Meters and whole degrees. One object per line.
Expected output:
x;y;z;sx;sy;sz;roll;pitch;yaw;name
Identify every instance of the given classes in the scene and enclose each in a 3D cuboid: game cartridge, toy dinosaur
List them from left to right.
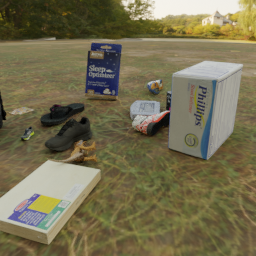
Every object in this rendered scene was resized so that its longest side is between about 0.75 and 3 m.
-1.609;0.887;8.978;1.137;0.646;2.140;-9;9;7;toy dinosaur
0.815;-0.831;13.254;1.400;0.437;2.102;-1;22;8;game cartridge

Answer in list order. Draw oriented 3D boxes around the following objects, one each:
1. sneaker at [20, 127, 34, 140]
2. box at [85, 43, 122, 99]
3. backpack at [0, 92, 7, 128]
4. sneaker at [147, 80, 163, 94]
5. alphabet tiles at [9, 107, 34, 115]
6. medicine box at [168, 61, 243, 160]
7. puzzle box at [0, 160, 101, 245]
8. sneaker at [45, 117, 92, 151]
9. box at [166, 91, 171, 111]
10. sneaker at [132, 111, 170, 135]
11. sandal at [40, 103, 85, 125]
-3.913;0.206;10.797;0.305;0.334;0.826;2;23;4;sneaker
-1.351;-3.134;15.286;1.813;2.992;0.485;6;6;9;box
-5.761;-1.071;10.577;1.803;2.849;2.377;-6;24;-16;backpack
1.496;-2.432;16.886;0.851;0.727;1.932;-4;13;24;sneaker
-5.233;-0.822;13.663;0.829;0.037;0.992;16;27;33;alphabet tiles
2.822;-0.798;10.091;1.543;2.731;2.998;15;27;32;medicine box
-2.050;1.707;7.173;1.781;0.340;2.678;8;24;18;puzzle box
-2.165;0.158;10.160;0.777;0.928;2.045;18;29;32;sneaker
2.554;-1.079;12.960;0.905;1.043;1.578;-10;25;-23;box
1.014;-0.354;11.696;1.083;0.675;2.021;17;31;30;sneaker
-3.035;-0.837;12.865;1.049;0.668;2.792;9;24;21;sandal
